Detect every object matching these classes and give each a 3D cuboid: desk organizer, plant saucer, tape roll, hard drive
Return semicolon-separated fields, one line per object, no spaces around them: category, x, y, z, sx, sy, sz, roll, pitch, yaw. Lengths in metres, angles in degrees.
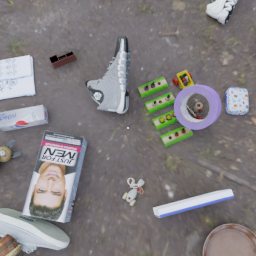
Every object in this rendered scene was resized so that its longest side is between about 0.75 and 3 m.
desk organizer;-2.730;-2.902;11.694;1.052;0.405;0.377;-25;75;-7
plant saucer;3.582;4.379;9.568;2.123;0.366;2.123;0;73;1
tape roll;2.535;-0.768;10.217;1.582;0.672;1.582;7;104;29
hard drive;2.114;2.545;9.455;2.420;1.596;0.307;-14;75;-4

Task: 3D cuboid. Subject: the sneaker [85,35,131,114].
sneaker;-0.813;-2.032;10.612;1.689;1.097;2.924;3;92;10

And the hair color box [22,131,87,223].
hair color box;-2.547;1.719;10.064;1.476;0.904;2.982;10;74;2

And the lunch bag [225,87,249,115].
lunch bag;4.310;-1.087;11.160;0.894;0.421;1.115;3;74;3

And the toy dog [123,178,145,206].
toy dog;0.211;2.289;10.113;0.672;0.491;1.019;15;74;4

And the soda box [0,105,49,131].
soda box;-4.069;-0.375;10.854;1.818;0.577;0.621;-10;74;-3

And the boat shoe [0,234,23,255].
boat shoe;-4.479;4.098;9.124;2.275;0.819;0.768;-29;92;16

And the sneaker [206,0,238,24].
sneaker;4.400;-5.935;12.334;1.136;1.054;2.804;27;74;17

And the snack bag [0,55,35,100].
snack bag;-4.757;-2.062;11.556;1.730;0.196;1.835;-9;74;-3

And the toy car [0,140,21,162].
toy car;-4.668;0.972;10.340;1.236;0.975;1.016;-25;81;-19

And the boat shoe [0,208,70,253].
boat shoe;-3.363;3.658;9.572;2.757;0.962;0.982;20;90;6

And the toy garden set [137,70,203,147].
toy garden set;1.919;-0.937;11.041;2.241;0.537;2.689;-23;75;-7
